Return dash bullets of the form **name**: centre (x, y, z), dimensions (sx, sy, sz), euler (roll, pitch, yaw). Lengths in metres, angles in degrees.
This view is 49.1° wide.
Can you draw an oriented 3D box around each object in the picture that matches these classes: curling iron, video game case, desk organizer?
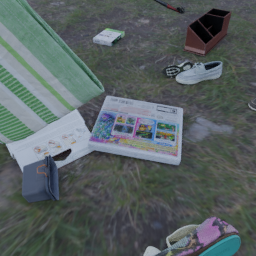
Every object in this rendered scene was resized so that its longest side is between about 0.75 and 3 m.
- **curling iron**: centre (1.208, -3.683, 8.344), dimensions (1.102, 0.273, 0.141), euler (24, 62, 3)
- **video game case**: centre (0.328, -0.030, 8.358), dimensions (2.550, 0.302, 2.321), euler (10, 42, 4)
- **desk organizer**: centre (3.753, -4.540, 13.052), dimensions (1.065, 1.144, 2.970), euler (24, 46, 25)

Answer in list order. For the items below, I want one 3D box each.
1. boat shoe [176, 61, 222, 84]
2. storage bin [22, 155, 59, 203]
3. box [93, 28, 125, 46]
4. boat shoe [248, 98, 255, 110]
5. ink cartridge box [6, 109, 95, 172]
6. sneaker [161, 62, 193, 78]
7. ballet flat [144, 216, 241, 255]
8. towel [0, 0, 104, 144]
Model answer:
- **boat shoe**: centre (2.729, -2.192, 10.682), dimensions (1.929, 0.687, 0.673), euler (-13, 43, -15)
- **storage bin**: centre (-2.119, 1.236, 6.681), dimensions (0.709, 0.768, 1.055), euler (-15, 50, -2)
- **box**: centre (-0.914, -4.431, 13.629), dimensions (1.011, 0.255, 1.401), euler (18, 45, 20)
- **boat shoe**: centre (5.140, -0.920, 9.267), dimensions (2.142, 0.611, 0.716), euler (3, 41, 3)
- **ink cartridge box**: centre (-2.212, 0.312, 7.969), dimensions (2.213, 0.482, 1.921), euler (-26, 72, -27)
- **sneaker**: centre (1.902, -2.305, 11.124), dimensions (1.304, 0.501, 0.578), euler (-13, 14, -14)
- **ballet flat**: centre (0.929, 2.460, 5.273), dimensions (2.693, 0.931, 0.958), euler (-19, 26, -28)
- **towel**: centre (-2.196, -0.854, 4.930), dimensions (2.993, 2.283, 0.350), euler (-26, 29, 34)
